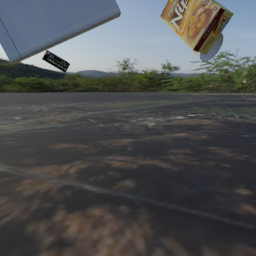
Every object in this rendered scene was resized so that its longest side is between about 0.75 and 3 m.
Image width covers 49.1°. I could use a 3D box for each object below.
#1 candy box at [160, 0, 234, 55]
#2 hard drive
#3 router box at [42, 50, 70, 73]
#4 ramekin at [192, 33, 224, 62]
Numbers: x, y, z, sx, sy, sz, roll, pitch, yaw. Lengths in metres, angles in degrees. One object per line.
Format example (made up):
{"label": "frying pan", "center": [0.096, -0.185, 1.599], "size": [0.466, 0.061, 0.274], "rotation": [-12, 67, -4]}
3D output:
{"label": "candy box", "center": [1.433, -2.481, 6.168], "size": [0.461, 0.962, 1.667], "rotation": [7, 40, -34]}
{"label": "hard drive", "center": [-1.617, -2.588, 5.748], "size": [2.509, 1.655, 0.335], "rotation": [-28, 6, -10]}
{"label": "router box", "center": [-2.436, -2.273, 9.504], "size": [0.857, 0.355, 1.144], "rotation": [29, 6, -20]}
{"label": "ramekin", "center": [2.253, -2.401, 8.016], "size": [0.899, 0.899, 0.438], "rotation": [-8, 43, -42]}
